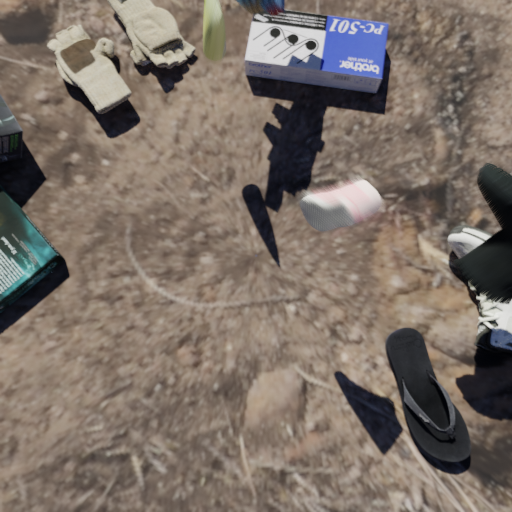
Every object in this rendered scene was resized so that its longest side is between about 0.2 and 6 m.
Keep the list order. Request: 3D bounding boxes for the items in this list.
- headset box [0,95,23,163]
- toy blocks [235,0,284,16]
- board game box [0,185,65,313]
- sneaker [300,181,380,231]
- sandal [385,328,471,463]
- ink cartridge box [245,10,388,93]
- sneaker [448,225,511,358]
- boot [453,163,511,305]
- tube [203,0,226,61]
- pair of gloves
[{"bbox_3d":[-5.651,-2.553,10.885,1.833,0.850,1.596,-26,71,-35],"label":"headset box"},{"bbox_3d":[0.030,-4.911,9.467,1.152,2.305,1.576,0,82,35],"label":"toy blocks"},{"bbox_3d":[-5.673,-0.420,10.916,2.243,0.467,3.316,-41,80,-9],"label":"board game box"},{"bbox_3d":[1.206,-0.708,7.856,0.719,1.376,0.518,-27,104,-20],"label":"sneaker"},{"bbox_3d":[3.044,2.537,10.131,0.965,0.544,2.539,-23,77,-6],"label":"sandal"},{"bbox_3d":[1.262,-4.353,11.815,2.843,0.628,1.336,8,77,2],"label":"ink cartridge box"},{"bbox_3d":[4.350,0.805,10.303,1.604,1.052,2.788,-44,82,-12],"label":"sneaker"},{"bbox_3d":[3.641,-0.263,8.402,1.905,1.561,0.705,38,36,-3],"label":"boot"},{"bbox_3d":[-0.682,-3.687,8.971,0.447,1.541,0.400,30,81,1],"label":"tube"},{"bbox_3d":[-2.906,-4.383,11.923,2.656,0.466,2.258,-41,76,-12],"label":"pair of gloves"}]
